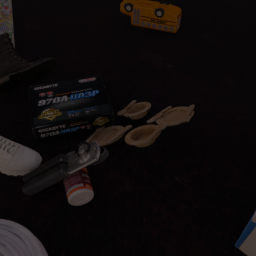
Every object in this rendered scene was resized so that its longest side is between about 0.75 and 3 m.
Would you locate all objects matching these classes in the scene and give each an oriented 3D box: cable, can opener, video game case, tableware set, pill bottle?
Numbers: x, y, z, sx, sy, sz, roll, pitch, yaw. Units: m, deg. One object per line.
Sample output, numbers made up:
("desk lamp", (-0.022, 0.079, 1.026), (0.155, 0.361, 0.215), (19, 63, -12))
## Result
("cable", (-2.433, 2.831, 4.205), (2.776, 0.961, 2.776), (-31, 53, -27))
("can opener", (-1.322, 0.911, 5.985), (1.992, 0.666, 0.531), (-29, 46, 18))
("video game case", (-5.193, -3.586, 9.099), (2.744, 0.314, 2.497), (-1, 76, -35))
("tableware set", (0.275, -0.120, 6.807), (2.481, 0.288, 2.072), (4, 32, 43))
("pill bottle", (-1.115, 1.130, 6.068), (0.547, 0.547, 0.959), (-15, 49, -13))

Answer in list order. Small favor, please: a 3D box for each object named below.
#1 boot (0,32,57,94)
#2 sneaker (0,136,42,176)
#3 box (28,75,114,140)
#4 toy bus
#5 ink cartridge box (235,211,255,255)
("boot", (-3.442, -2.189, 8.488), (2.120, 0.734, 1.846), (-26, 71, -10))
("sneaker", (-2.938, 0.517, 6.499), (1.918, 0.772, 0.733), (13, 46, 10))
("box", (-1.537, -0.607, 7.498), (2.034, 0.468, 1.616), (-11, 50, -11))
("toy bus", (0.891, -4.505, 11.085), (2.338, 0.915, 0.761), (16, 50, 14))
("ink cartridge box", (3.702, 1.267, 4.859), (2.070, 2.106, 2.861), (33, 54, 27))
